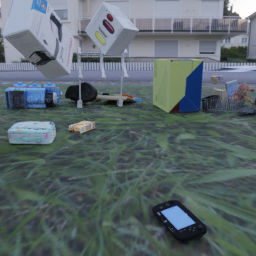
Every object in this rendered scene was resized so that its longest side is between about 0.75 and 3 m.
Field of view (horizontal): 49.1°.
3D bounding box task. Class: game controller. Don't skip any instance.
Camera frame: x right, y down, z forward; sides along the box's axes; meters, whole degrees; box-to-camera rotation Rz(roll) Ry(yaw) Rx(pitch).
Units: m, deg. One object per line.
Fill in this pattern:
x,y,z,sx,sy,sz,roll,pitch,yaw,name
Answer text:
0.720,1.322,4.062,0.476,0.192,0.912,-5,15,-20,game controller

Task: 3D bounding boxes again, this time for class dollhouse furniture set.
5.370,-2.098,14.650,1.616,1.525,1.054,-15,17,-9,dollhouse furniture set

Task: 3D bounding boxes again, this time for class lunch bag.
-2.726,0.135,8.073,1.262,0.486,1.012,-1,14,-3,lunch bag

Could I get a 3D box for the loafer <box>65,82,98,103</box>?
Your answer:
-2.217,-1.729,14.167,0.923,0.944,2.586,24,-6,-39,loafer

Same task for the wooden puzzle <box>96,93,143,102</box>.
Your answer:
-0.572,-1.600,14.602,2.965,0.347,2.000,5,5,13,wooden puzzle

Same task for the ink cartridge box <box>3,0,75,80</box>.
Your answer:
-3.111,-3.314,10.312,1.077,1.867,2.573,-8,-27,18,ink cartridge box

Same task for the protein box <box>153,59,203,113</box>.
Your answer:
2.205,-2.021,12.872,1.531,2.253,2.269,-3,15,-12,protein box

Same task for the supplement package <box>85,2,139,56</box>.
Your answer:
-0.400,-2.356,6.783,0.882,0.843,0.649,52,33,15,supplement package

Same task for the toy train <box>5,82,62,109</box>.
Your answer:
-4.493,-1.507,13.396,2.603,1.128,1.487,0,23,-10,toy train

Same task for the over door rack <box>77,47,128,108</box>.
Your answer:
-1.169,-2.102,12.627,2.194,2.970,0.989,-3,36,-13,over door rack

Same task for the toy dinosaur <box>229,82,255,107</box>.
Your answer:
5.592,-1.758,13.703,1.252,1.848,0.793,35,-34,-29,toy dinosaur

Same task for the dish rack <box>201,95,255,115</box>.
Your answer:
4.518,-1.031,12.419,2.183,0.595,1.674,11,19,35,dish rack

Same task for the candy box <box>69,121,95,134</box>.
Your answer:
-1.510,-0.035,9.251,0.467,0.224,0.808,8,16,28,candy box
